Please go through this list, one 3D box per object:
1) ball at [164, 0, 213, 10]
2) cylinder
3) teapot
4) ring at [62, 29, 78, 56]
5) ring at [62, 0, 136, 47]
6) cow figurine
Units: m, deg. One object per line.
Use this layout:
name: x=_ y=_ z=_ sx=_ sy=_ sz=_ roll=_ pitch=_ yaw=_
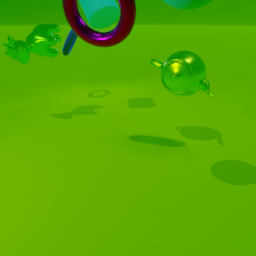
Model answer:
ball: x=0.842 y=-2.170 z=3.776 sx=1.064 sy=1.064 sz=1.064 roll=0 pitch=22 yaw=0
cylinder: x=-0.930 y=-3.924 z=8.952 sx=1.053 sy=1.053 sz=1.053 roll=-22 pitch=-14 yaw=-6
teapot: x=1.404 y=-1.322 z=7.147 sx=1.915 sy=1.191 sz=0.938 roll=32 pitch=30 yaw=19
ring: x=-2.258 y=-3.435 z=11.057 sx=0.247 sy=1.236 sz=1.236 roll=25 pitch=20 yaw=-11
ring: x=-0.599 y=-2.412 z=5.664 sx=1.604 sy=1.604 sz=0.321 roll=8 pitch=40 yaw=19
cow figurine: x=-2.929 y=-2.645 z=8.652 sx=1.541 sy=0.860 sz=1.566 roll=4 pitch=53 yaw=-5
